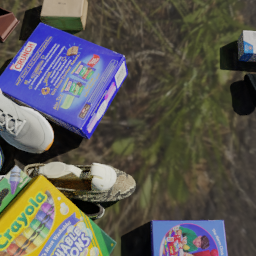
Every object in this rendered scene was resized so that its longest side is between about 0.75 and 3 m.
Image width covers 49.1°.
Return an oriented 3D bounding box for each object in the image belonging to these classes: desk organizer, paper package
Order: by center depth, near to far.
[{"bbox_3d":[-4.902,-3.846,8.856,2.546,0.980,0.913,26,74,8],"label":"desk organizer"},{"bbox_3d":[-2.027,-3.855,9.022,1.315,0.680,1.253,2,72,2],"label":"paper package"}]

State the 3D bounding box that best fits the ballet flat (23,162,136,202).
[{"bbox_3d":[-1.240,1.279,7.027,2.893,1.089,0.981,2,49,0],"label":"ballet flat"}]

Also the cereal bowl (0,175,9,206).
[{"bbox_3d":[-3.558,1.728,6.679,1.657,1.657,0.690,-19,80,-6],"label":"cereal bowl"}]

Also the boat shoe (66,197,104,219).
[{"bbox_3d":[-1.387,1.959,7.183,1.562,0.470,0.557,9,68,3],"label":"boat shoe"}]

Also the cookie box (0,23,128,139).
[{"bbox_3d":[-1.803,-1.374,7.905,2.804,1.054,2.399,26,74,13],"label":"cookie box"}]

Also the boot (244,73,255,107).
[{"bbox_3d":[4.087,-1.218,8.289,0.978,0.441,1.193,-11,70,-5],"label":"boot"}]

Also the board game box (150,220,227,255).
[{"bbox_3d":[1.452,3.544,6.598,1.755,0.584,2.610,0,72,0],"label":"board game box"}]

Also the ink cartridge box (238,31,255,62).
[{"bbox_3d":[4.200,-2.502,8.673,1.424,0.479,0.828,5,72,2],"label":"ink cartridge box"}]

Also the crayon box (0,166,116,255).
[{"bbox_3d":[-1.827,2.348,5.927,2.893,0.746,1.819,46,53,-13],"label":"crayon box"}]

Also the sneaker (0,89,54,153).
[{"bbox_3d":[-3.118,-0.334,6.649,2.868,1.319,1.086,36,92,2],"label":"sneaker"}]

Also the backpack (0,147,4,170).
[{"bbox_3d":[-4.338,0.508,6.960,2.034,1.917,2.494,-45,112,-22],"label":"backpack"}]
